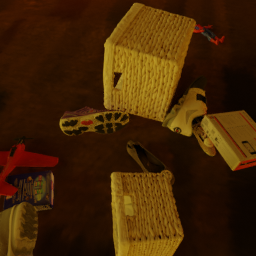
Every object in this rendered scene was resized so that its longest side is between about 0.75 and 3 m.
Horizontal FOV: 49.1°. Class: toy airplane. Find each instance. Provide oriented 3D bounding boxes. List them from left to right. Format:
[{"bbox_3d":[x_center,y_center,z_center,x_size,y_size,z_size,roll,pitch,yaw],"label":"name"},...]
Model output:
[{"bbox_3d":[-3.577,1.176,8.332,2.694,0.495,2.694,0,44,0],"label":"toy airplane"}]

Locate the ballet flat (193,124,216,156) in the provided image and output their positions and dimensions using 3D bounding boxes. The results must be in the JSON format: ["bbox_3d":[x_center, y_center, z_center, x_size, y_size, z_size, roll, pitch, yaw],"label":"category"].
[{"bbox_3d":[2.506,0.358,9.163,0.428,0.396,1.214,-14,52,-21],"label":"ballet flat"}]

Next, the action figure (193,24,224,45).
[{"bbox_3d":[3.670,-4.615,13.354,0.632,0.499,1.931,-33,55,-22],"label":"action figure"}]

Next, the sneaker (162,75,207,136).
[{"bbox_3d":[2.333,-0.730,9.817,1.197,1.002,2.706,31,61,12],"label":"sneaker"}]

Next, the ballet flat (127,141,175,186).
[{"bbox_3d":[0.650,1.022,8.570,0.662,0.456,1.966,-31,56,-23],"label":"ballet flat"}]

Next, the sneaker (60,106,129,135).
[{"bbox_3d":[-1.133,-0.411,9.516,2.335,0.941,0.974,-2,44,-1],"label":"sneaker"}]

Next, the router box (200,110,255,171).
[{"bbox_3d":[3.526,0.320,8.890,1.724,0.469,1.921,-7,49,-24],"label":"router box"}]

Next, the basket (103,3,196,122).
[{"bbox_3d":[0.717,-2.256,9.819,2.339,2.883,2.909,17,51,9],"label":"basket"}]

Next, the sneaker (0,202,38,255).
[{"bbox_3d":[-2.893,3.252,6.518,1.199,1.093,2.924,-15,45,12],"label":"sneaker"}]

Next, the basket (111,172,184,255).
[{"bbox_3d":[0.341,2.165,6.762,1.427,1.774,1.758,-4,50,-6],"label":"basket"}]

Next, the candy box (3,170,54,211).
[{"bbox_3d":[-2.759,1.807,7.895,1.241,0.478,1.049,-5,52,-6],"label":"candy box"}]
